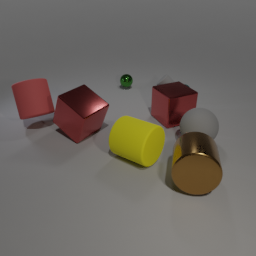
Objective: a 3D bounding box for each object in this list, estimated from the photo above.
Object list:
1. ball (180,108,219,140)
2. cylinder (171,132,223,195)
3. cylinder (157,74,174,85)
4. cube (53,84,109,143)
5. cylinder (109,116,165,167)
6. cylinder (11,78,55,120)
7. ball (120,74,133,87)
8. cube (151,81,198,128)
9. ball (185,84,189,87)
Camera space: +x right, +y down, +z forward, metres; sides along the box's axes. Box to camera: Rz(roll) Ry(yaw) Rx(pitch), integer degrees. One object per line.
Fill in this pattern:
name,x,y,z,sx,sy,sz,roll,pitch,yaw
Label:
ball,2.606,-0.048,10.279,1.400,1.400,1.400,0,31,0
cylinder,2.027,1.016,8.381,1.400,1.400,1.400,5,26,9
cylinder,1.835,-2.068,13.278,0.700,0.700,0.700,44,32,-11
cube,-1.814,-0.564,10.753,1.400,1.400,1.400,40,44,15
cylinder,0.307,0.419,9.454,1.400,1.400,1.400,19,36,33
cylinder,-3.833,-1.170,11.375,1.400,1.400,1.400,-13,4,1
ball,-0.084,-2.538,15.016,0.700,0.700,0.700,0,31,0
cube,1.936,-1.020,11.949,1.400,1.400,1.400,-14,33,-22
ball,2.796,-1.842,14.005,0.700,0.700,0.700,0,31,0
